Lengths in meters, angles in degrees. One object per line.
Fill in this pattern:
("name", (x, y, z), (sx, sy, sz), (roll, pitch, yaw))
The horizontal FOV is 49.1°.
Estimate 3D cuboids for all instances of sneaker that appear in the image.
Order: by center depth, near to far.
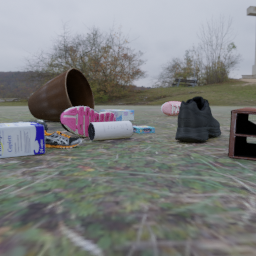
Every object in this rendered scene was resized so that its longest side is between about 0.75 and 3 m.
("sneaker", (-1.611, 0.265, 6.630), (1.024, 0.395, 0.401), (1, 4, -4))
("sneaker", (2.137, -0.307, 8.204), (1.023, 1.223, 2.694), (0, 4, 25))
("sneaker", (-3.082, 0.053, 8.373), (1.510, 0.502, 0.683), (-1, 8, 32))
("sneaker", (-1.421, -0.205, 8.888), (1.085, 0.915, 2.480), (2, 2, 28))
("sneaker", (3.668, -1.306, 18.799), (2.680, 1.009, 1.401), (3, 0, -12))

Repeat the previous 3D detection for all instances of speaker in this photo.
("speaker", (-0.493, 0.068, 7.970), (1.249, 0.507, 0.507), (-4, 7, -32))

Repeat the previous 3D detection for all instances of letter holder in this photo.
("letter holder", (2.967, 0.085, 5.840), (1.322, 0.936, 1.860), (5, 8, 29))

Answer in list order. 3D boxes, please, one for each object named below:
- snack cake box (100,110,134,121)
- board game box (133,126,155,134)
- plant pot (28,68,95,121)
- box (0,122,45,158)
("snack cake box", (-0.617, -0.694, 15.074), (1.694, 0.569, 0.974), (5, 6, 40))
("board game box", (0.505, 0.049, 9.755), (0.585, 0.182, 0.774), (-2, 6, -21))
("plant pot", (-3.581, -1.389, 14.302), (2.801, 2.618, 2.618), (-13, 1, 20))
("box", (-2.459, 0.222, 5.916), (1.171, 0.614, 1.077), (-4, 6, -29))
